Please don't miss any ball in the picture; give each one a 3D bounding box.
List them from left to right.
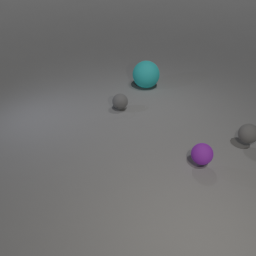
[{"bbox_3d":[-0.349,-1.183,12.483,0.700,0.700,0.700,0,31,0],"label":"ball"},{"bbox_3d":[0.938,-2.778,14.551,1.400,1.400,1.400,0,31,0],"label":"ball"},{"bbox_3d":[2.368,0.829,8.947,0.700,0.700,0.700,0,31,0],"label":"ball"},{"bbox_3d":[4.214,0.193,9.791,0.700,0.700,0.700,0,31,0],"label":"ball"}]
